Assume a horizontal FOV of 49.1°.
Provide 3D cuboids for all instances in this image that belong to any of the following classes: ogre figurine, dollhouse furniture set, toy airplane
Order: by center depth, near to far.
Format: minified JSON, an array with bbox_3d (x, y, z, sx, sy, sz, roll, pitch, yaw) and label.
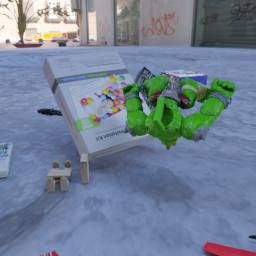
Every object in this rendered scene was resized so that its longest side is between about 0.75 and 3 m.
[{"bbox_3d":[1.710,1.896,3.664,1.647,0.303,1.647,-1,19,1],"label":"toy airplane"},{"bbox_3d":[0.801,-0.377,5.587,2.299,1.128,1.378,15,58,10],"label":"ogre figurine"},{"bbox_3d":[-1.285,0.900,6.017,0.859,0.559,0.789,-1,20,-4],"label":"dollhouse furniture set"}]

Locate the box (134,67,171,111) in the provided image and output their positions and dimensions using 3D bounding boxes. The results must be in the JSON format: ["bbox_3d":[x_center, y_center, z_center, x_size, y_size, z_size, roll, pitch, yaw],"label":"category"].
[{"bbox_3d":[0.698,-1.184,9.865,0.358,1.319,1.646,-34,23,52],"label":"box"}]

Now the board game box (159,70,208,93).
[{"bbox_3d":[2.712,-2.299,14.161,1.604,0.975,2.012,-8,22,-22],"label":"board game box"}]

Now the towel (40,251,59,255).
[{"bbox_3d":[-1.283,1.977,3.761,0.766,0.086,0.554,-10,24,-21],"label":"towel"}]

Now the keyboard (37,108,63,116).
[{"bbox_3d":[-2.889,-0.682,10.814,1.308,0.259,0.681,7,21,21],"label":"keyboard"}]

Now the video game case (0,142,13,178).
[{"bbox_3d":[-3.808,0.844,6.699,1.859,0.205,1.695,-7,21,-16],"label":"video game case"}]

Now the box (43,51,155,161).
[{"bbox_3d":[-0.685,-0.716,7.311,2.172,0.574,2.786,-15,70,-33],"label":"box"}]
